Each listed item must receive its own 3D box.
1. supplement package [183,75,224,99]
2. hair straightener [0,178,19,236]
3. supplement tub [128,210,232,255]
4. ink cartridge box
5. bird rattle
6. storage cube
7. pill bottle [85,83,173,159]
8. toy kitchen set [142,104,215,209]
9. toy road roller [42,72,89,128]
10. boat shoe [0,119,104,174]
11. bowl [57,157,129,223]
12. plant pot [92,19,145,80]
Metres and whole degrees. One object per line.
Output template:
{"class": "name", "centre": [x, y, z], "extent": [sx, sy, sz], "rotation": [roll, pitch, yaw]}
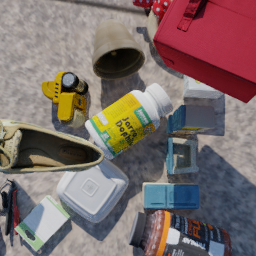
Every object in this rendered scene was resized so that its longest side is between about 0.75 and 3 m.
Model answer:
{"class": "supplement package", "centre": [2.320, -1.584, 8.538], "extent": [1.120, 0.861, 1.171], "rotation": [3, 83, 0]}
{"class": "hair straightener", "centre": [-3.643, 2.358, 8.387], "extent": [0.656, 0.349, 1.704], "rotation": [-6, 85, -1]}
{"class": "supplement tub", "centre": [1.377, 3.157, 7.789], "extent": [2.621, 1.402, 1.402], "rotation": [16, 84, 1]}
{"class": "ink cartridge box", "centre": [-2.528, 2.812, 8.349], "extent": [0.958, 0.316, 1.316], "rotation": [44, 85, 4]}
{"class": "bird rattle", "centre": [1.445, -3.408, 8.514], "extent": [2.832, 1.595, 2.309], "rotation": [13, 100, 4]}
{"class": "storage cube", "centre": [1.995, -1.891, 5.572], "extent": [2.089, 2.324, 1.987], "rotation": [29, 95, 14]}
{"class": "pill bottle", "centre": [0.074, -0.250, 8.159], "extent": [2.376, 1.340, 1.340], "rotation": [-33, 85, -4]}
{"class": "toy kitchen set", "centre": [1.273, 0.905, 7.602], "extent": [1.625, 2.210, 2.759], "rotation": [0, 84, -1]}
{"class": "toy road roller", "centre": [-1.940, -0.866, 8.441], "extent": [1.203, 1.013, 1.648], "rotation": [1, 84, 15]}
{"class": "boat shoe", "centre": [-1.751, 0.338, 5.033], "extent": [2.668, 0.836, 0.978], "rotation": [6, 82, -28]}
{"class": "bowl", "centre": [-1.089, 1.742, 8.304], "extent": [1.817, 0.679, 1.820], "rotation": [37, 87, 4]}
{"class": "plant pot", "centre": [-0.415, -2.431, 8.428], "extent": [1.568, 1.568, 1.361], "rotation": [-16, 68, -2]}
